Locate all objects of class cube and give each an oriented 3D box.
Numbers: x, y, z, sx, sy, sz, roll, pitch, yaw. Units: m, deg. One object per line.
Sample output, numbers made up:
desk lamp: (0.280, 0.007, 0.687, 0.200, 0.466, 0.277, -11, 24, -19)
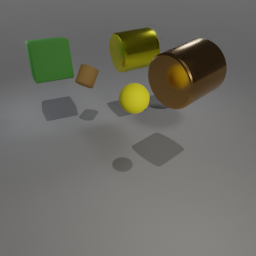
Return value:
cube: (-2.943, -2.578, 10.465, 1.400, 1.400, 1.400, -13, 24, -20)

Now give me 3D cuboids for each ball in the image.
ball: (0.140, -0.678, 6.433, 0.700, 0.700, 0.700, 0, 31, 0)

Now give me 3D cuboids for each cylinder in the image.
cylinder: (0.222, -2.851, 10.233, 1.400, 1.400, 1.400, -17, 35, -22)
cylinder: (1.460, -1.354, 6.953, 1.400, 1.400, 1.400, -29, 42, -32)
cylinder: (-1.522, -1.914, 10.383, 0.700, 0.700, 0.700, 19, -3, 1)
